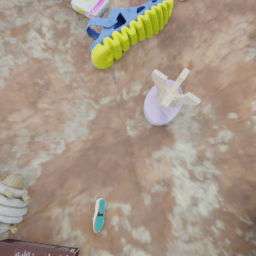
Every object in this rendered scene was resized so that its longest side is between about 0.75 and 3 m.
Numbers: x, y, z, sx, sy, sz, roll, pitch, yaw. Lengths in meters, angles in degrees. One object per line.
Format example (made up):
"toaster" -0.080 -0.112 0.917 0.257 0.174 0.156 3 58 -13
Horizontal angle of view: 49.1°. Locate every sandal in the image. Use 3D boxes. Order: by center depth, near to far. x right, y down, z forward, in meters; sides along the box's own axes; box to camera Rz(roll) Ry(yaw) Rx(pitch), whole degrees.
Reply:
"sandal" -0.031 -2.917 7.710 2.873 1.142 1.251 -34 73 -10

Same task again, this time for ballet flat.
"ballet flat" -0.714 2.082 6.724 0.273 0.273 0.786 8 76 2

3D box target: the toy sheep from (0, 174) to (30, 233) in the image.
"toy sheep" -2.819 1.809 6.377 1.121 1.121 1.626 22 80 6

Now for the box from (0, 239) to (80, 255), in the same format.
"box" -2.057 3.072 6.237 1.788 0.670 0.895 8 75 1

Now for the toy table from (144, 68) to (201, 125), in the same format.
"toy table" 1.051 -0.818 7.035 1.334 0.850 1.452 24 61 -7

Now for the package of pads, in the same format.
"package of pads" -1.123 -3.645 8.287 0.935 0.319 0.722 33 76 10
